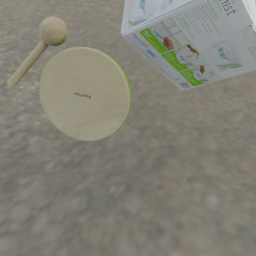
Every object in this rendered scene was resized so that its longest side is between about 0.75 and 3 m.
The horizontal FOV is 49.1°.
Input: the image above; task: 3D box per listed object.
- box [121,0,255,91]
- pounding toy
[{"bbox_3d":[1.283,-1.731,4.973,1.892,2.144,1.037,-14,61,37],"label":"box"},{"bbox_3d":[-0.598,-0.583,3.656,1.501,1.159,0.697,39,23,-1],"label":"pounding toy"}]
